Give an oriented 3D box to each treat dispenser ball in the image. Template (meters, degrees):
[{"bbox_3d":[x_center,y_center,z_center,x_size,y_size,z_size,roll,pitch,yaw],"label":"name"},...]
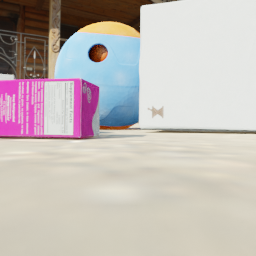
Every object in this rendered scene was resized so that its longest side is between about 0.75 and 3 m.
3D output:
[{"bbox_3d":[-0.413,-1.111,6.258,2.373,2.373,2.373,0,1,0],"label":"treat dispenser ball"}]

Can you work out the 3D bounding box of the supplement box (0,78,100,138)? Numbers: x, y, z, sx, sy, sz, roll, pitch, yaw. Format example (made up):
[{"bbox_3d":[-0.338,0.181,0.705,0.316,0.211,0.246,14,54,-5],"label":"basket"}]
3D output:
[{"bbox_3d":[-0.889,-0.180,2.848,1.105,0.571,0.559,2,0,11],"label":"supplement box"}]

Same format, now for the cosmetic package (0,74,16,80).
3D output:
[{"bbox_3d":[-4.935,-1.020,10.846,1.174,1.910,1.904,-1,2,-19],"label":"cosmetic package"}]

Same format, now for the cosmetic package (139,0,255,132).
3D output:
[{"bbox_3d":[1.435,-0.911,4.917,1.907,1.919,2.293,2,2,22],"label":"cosmetic package"}]
